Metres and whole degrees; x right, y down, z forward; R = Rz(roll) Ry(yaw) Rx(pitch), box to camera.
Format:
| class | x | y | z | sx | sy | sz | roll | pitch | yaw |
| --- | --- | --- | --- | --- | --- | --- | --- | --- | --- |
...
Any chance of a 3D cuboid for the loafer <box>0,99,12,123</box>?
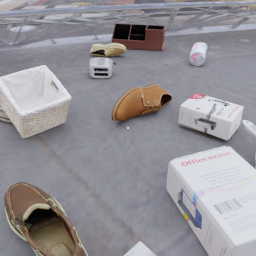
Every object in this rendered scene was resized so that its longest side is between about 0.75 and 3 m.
| class | x | y | z | sx | sy | sz | roll | pitch | yaw |
| --- | --- | --- | --- | --- | --- | --- | --- | --- | --- |
| loafer | -4.254 | -1.058 | 9.205 | 0.975 | 0.853 | 2.713 | -25 | 43 | -38 |

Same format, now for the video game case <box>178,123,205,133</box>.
| class | x | y | z | sx | sy | sz | roll | pitch | yaw |
| --- | --- | --- | --- | --- | --- | --- | --- | --- | --- |
| video game case | 2.339 | -0.238 | 8.673 | 1.244 | 0.137 | 1.134 | 17 | 37 | 24 |

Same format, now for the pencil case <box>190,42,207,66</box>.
| class | x | y | z | sx | sy | sz | roll | pitch | yaw |
| --- | --- | --- | --- | --- | --- | --- | --- | --- | --- |
| pencil case | 3.312 | -3.472 | 13.081 | 0.739 | 0.677 | 1.630 | -11 | 28 | 26 |

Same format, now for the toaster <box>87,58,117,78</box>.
| class | x | y | z | sx | sy | sz | roll | pitch | yaw |
| --- | --- | --- | --- | --- | --- | --- | --- | --- | --- |
| toaster | -1.079 | -2.468 | 11.596 | 1.202 | 0.683 | 0.776 | 3 | 37 | -2 |

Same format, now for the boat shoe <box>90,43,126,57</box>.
| class | x | y | z | sx | sy | sz | roll | pitch | yaw |
| --- | --- | --- | --- | --- | --- | --- | --- | --- | --- |
| boat shoe | -0.976 | -3.692 | 13.623 | 1.768 | 0.633 | 0.673 | 1 | 47 | 15 |

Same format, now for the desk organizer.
| class | x | y | z | sx | sy | sz | roll | pitch | yaw |
| --- | --- | --- | --- | --- | --- | --- | --- | --- | --- |
| desk organizer | 0.539 | -4.794 | 14.741 | 2.787 | 1.073 | 0.999 | 6 | 34 | 9 |

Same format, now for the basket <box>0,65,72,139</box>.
| class | x | y | z | sx | sy | sz | roll | pitch | yaw |
| --- | --- | --- | --- | --- | --- | --- | --- | --- | --- |
| basket | -2.713 | -0.742 | 8.080 | 1.548 | 1.245 | 1.534 | -26 | 64 | -35 |

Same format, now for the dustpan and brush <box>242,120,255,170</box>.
| class | x | y | z | sx | sy | sz | roll | pitch | yaw |
| --- | --- | --- | --- | --- | --- | --- | --- | --- | --- |
| dustpan and brush | 3.526 | 0.687 | 6.744 | 1.730 | 0.709 | 2.478 | -11 | 35 | -16 |

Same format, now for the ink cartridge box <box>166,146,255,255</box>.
| class | x | y | z | sx | sy | sz | roll | pitch | yaw |
| --- | --- | --- | --- | --- | --- | --- | --- | --- | --- |
| ink cartridge box | 1.915 | 1.417 | 5.431 | 1.560 | 0.940 | 2.147 | -11 | 37 | -18 |

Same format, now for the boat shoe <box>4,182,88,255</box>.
| class | x | y | z | sx | sy | sz | roll | pitch | yaw |
| --- | --- | --- | --- | --- | --- | --- | --- | --- | --- |
| boat shoe | -1.515 | 1.625 | 5.007 | 0.942 | 0.944 | 2.551 | -32 | 46 | -32 |

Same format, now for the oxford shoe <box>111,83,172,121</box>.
| class | x | y | z | sx | sy | sz | roll | pitch | yaw |
| --- | --- | --- | --- | --- | --- | --- | --- | --- | --- |
| oxford shoe | 0.511 | -0.791 | 8.886 | 0.897 | 0.898 | 2.517 | 31 | 43 | 31 |

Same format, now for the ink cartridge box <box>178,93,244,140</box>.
| class | x | y | z | sx | sy | sz | roll | pitch | yaw |
| --- | --- | --- | --- | --- | --- | --- | --- | --- | --- |
| ink cartridge box | 2.422 | -0.384 | 8.187 | 1.525 | 0.632 | 1.120 | 22 | 39 | 29 |

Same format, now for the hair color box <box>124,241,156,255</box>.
| class | x | y | z | sx | sy | sz | roll | pitch | yaw |
| --- | --- | --- | --- | --- | --- | --- | --- | --- | --- |
| hair color box | 0.433 | 2.546 | 4.119 | 0.869 | 0.501 | 1.568 | -28 | 44 | -36 |
